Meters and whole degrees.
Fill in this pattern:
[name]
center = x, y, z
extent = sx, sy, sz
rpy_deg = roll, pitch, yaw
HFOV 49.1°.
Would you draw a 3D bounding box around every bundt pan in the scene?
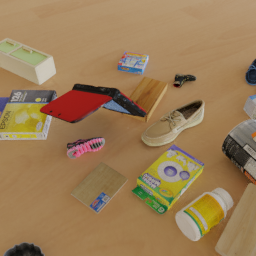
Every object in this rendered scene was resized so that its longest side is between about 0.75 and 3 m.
[bundt pan]
center = -2.592, 3.480, 6.911
extent = 1.184, 0.444, 1.184
rpy_deg = 1, 47, -1

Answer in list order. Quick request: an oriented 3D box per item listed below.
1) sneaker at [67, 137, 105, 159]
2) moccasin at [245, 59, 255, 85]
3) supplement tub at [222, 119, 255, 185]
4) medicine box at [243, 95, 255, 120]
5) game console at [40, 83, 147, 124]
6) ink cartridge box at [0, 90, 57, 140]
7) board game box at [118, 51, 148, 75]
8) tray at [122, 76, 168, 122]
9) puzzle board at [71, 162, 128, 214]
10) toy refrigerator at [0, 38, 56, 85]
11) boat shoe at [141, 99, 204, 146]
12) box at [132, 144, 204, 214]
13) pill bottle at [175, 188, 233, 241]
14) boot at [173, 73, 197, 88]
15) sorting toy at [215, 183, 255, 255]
[sneaker]
center = -1.490, 0.543, 9.659
extent = 1.373, 0.542, 0.655
rpy_deg = -17, 38, -17
[moccasin]
center = 5.650, -2.650, 12.477
extent = 0.710, 0.601, 1.763
rpy_deg = 17, 54, 13
[supplement tub]
center = 4.201, 1.000, 8.499
extent = 1.501, 1.501, 2.450
rpy_deg = -23, 51, -20
[medicine box]
center = 5.358, -0.641, 10.565
extent = 1.257, 0.710, 1.380
rpy_deg = -13, 48, -11
[game console]
center = -1.139, -0.525, 9.029
extent = 2.602, 2.242, 1.544
rpy_deg = 17, 77, 50
[ink cartridge box]
center = -4.108, -0.560, 10.625
extent = 2.416, 0.568, 2.387
rpy_deg = 1, 47, -2
[board game box]
center = 0.246, -3.048, 13.063
extent = 1.182, 0.330, 1.158
rpy_deg = 12, 49, 11
[tray]
center = 0.705, -1.223, 11.328
extent = 1.080, 0.406, 2.190
rpy_deg = 19, 51, 17
[puzzle board]
center = -0.870, 1.818, 8.683
extent = 1.105, 0.128, 1.466
rpy_deg = 30, 54, 23
[toy refrigerator]
center = -4.761, -3.080, 12.628
extent = 2.898, 1.014, 1.100
rpy_deg = 25, 52, 22
[boat shoe]
center = 1.655, -0.264, 10.086
extent = 2.735, 0.888, 0.987
rpy_deg = -25, 52, -21
[box]
center = 1.230, 1.544, 8.677
extent = 1.263, 0.521, 2.153
rpy_deg = 33, 57, 27
[pill bottle]
center = 2.135, 2.312, 7.715
extent = 1.525, 0.860, 0.860
rpy_deg = -28, 53, -24
[boot]
center = 2.432, -2.005, 12.099
extent = 0.952, 0.344, 0.719
rpy_deg = 11, 50, 17
[sorting toy]
center = 3.669, 2.946, 7.159
extent = 2.248, 0.787, 2.262
rpy_deg = 29, 54, 24
